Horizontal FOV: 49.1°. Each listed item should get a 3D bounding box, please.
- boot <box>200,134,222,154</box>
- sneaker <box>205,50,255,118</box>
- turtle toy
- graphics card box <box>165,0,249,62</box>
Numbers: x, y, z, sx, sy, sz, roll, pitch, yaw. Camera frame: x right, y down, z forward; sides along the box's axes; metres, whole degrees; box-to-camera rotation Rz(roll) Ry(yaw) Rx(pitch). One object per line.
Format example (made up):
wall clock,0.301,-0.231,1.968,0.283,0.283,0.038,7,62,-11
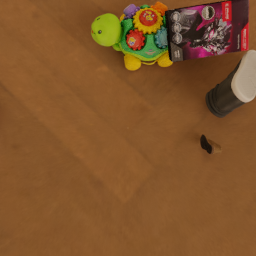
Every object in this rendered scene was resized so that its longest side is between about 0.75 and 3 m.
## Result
boot,2.238,0.457,7.617,0.343,0.908,0.334,4,114,-11
sneaker,3.066,-1.273,7.988,0.970,1.361,2.744,49,49,-3
turtle toy,0.259,-2.840,8.297,2.660,1.345,1.939,-6,73,-2
graphics card box,2.094,-2.588,7.434,2.125,0.540,1.333,-8,113,2
